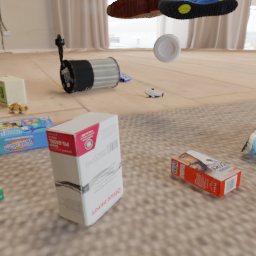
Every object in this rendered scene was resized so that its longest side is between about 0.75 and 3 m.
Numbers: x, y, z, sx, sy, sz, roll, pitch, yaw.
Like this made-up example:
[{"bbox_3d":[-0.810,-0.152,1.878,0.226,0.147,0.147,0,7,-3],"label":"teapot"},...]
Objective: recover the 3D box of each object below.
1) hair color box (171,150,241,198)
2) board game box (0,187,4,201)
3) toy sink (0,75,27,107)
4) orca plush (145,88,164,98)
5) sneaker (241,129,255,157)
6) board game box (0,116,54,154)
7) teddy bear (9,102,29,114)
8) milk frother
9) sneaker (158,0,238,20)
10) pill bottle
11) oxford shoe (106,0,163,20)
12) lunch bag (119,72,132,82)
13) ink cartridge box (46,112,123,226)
[{"bbox_3d":[1.557,0.889,5.730,0.691,0.398,1.246,-15,24,-36],"label":"hair color box"},{"bbox_3d":[-3.229,1.115,5.319,1.135,0.246,1.687,-16,25,-39],"label":"board game box"},{"bbox_3d":[-5.076,-1.583,11.738,1.590,1.036,0.891,19,28,41],"label":"toy sink"},{"bbox_3d":[1.196,-1.559,12.780,0.856,0.450,0.304,-1,-11,4],"label":"orca plush"},{"bbox_3d":[3.411,0.415,7.077,0.705,0.614,1.567,32,36,23],"label":"sneaker"},{"bbox_3d":[-3.027,0.169,7.671,1.958,0.440,1.489,-9,21,-23],"label":"board game box"},{"bbox_3d":[-4.098,-0.759,10.484,0.705,0.324,0.972,-1,20,-10],"label":"teddy bear"},{"bbox_3d":[-2.147,-3.278,14.013,2.587,2.750,2.482,-14,20,-35],"label":"milk frother"},{"bbox_3d":[2.224,-4.178,9.047,2.535,0.994,0.836,-4,-20,2],"label":"sneaker"},{"bbox_3d":[1.325,-2.698,9.376,0.874,0.874,1.548,3,20,8],"label":"pill bottle"},{"bbox_3d":[0.420,-4.474,10.761,2.471,0.870,0.924,2,-5,14],"label":"oxford shoe"},{"bbox_3d":[-0.368,-2.940,16.551,1.115,0.525,0.840,22,26,21],"label":"lunch bag"},{"bbox_3d":[-0.663,0.632,4.732,0.652,1.564,1.136,7,20,30],"label":"ink cartridge box"}]
